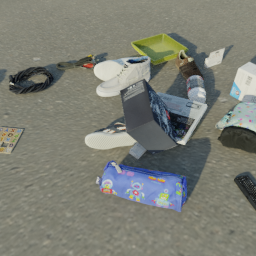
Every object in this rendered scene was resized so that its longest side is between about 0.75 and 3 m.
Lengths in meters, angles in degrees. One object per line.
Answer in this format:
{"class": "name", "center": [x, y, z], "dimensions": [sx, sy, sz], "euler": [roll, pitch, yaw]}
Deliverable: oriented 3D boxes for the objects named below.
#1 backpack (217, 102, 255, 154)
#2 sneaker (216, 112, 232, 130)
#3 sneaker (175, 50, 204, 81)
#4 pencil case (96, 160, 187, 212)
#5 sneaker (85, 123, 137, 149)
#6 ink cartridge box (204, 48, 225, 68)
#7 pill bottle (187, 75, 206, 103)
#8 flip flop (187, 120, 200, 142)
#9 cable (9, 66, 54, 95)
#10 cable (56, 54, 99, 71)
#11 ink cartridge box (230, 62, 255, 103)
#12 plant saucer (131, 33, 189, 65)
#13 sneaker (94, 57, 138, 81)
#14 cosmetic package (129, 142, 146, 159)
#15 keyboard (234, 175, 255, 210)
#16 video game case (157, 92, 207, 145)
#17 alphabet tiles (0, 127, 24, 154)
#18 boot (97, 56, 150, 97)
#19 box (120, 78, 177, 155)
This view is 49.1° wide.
{"class": "backpack", "center": [4.609, -0.064, 10.914], "dimensions": [1.673, 1.269, 2.005], "euler": [20, 46, 22]}
{"class": "sneaker", "center": [4.059, -0.331, 11.742], "dimensions": [0.436, 0.485, 1.124], "euler": [32, 53, 29]}
{"class": "sneaker", "center": [3.115, -3.146, 14.368], "dimensions": [0.821, 0.881, 2.331], "euler": [-17, 46, -17]}
{"class": "pencil case", "center": [0.482, 1.796, 9.017], "dimensions": [2.847, 1.236, 1.111], "euler": [11, 39, 10]}
{"class": "sneaker", "center": [-0.634, 0.304, 10.828], "dimensions": [1.995, 0.783, 0.792], "euler": [-2, 38, 0]}
{"class": "ink cartridge box", "center": [4.634, -3.790, 14.999], "dimensions": [1.057, 0.931, 0.236], "euler": [-22, 48, -22]}
{"class": "pill bottle", "center": [3.157, -1.727, 12.958], "dimensions": [0.801, 0.801, 1.407], "euler": [3, 44, 3]}
{"class": "flip flop", "center": [2.509, -0.126, 11.517], "dimensions": [0.709, 0.503, 1.748], "euler": [21, 48, 21]}
{"class": "cable", "center": [-4.763, -2.344, 13.783], "dimensions": [2.171, 0.551, 1.771], "euler": [-10, 45, -11]}
{"class": "cable", "center": [-2.637, -3.295, 15.010], "dimensions": [2.303, 0.580, 1.118], "euler": [-19, 63, -2]}
{"class": "ink cartridge box", "center": [5.996, -1.578, 12.280], "dimensions": [0.894, 1.529, 2.636], "euler": [-29, 52, -27]}
{"class": "plant saucer", "center": [1.743, -4.400, 15.878], "dimensions": [2.400, 0.575, 2.397], "euler": [-22, 48, -22]}
{"class": "sneaker", "center": [-0.478, -3.139, 14.449], "dimensions": [2.819, 1.061, 1.247], "euler": [-12, 33, -20]}
{"class": "cosmetic package", "center": [0.541, 0.707, 10.792], "dimensions": [0.440, 0.270, 1.066], "euler": [37, 54, 16]}
{"class": "keyboard", "center": [4.309, 2.152, 9.316], "dimensions": [0.822, 0.313, 1.580], "euler": [-14, 47, -14]}
{"class": "video game case", "center": [1.741, -0.483, 11.589], "dimensions": [2.351, 0.275, 2.137], "euler": [19, 57, 30]}
{"class": "alphabet tiles", "center": [-5.208, 0.446, 11.250], "dimensions": [1.597, 0.060, 1.335], "euler": [5, 45, 5]}
{"class": "boot", "center": [-0.206, -2.577, 13.400], "dimensions": [2.934, 1.402, 1.079], "euler": [-25, 49, -23]}
{"class": "box", "center": [0.751, -0.348, 10.033], "dimensions": [1.063, 2.041, 1.859], "euler": [-23, 54, 21]}
